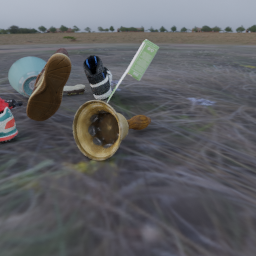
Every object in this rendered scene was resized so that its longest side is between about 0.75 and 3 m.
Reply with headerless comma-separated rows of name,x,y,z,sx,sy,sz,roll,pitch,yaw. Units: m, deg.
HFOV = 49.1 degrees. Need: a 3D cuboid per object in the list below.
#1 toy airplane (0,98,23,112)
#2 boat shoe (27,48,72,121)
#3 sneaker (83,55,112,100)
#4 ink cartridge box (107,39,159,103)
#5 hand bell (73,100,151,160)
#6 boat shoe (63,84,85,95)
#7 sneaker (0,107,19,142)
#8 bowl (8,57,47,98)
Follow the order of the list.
toy airplane,-4.597,-0.667,8.278,2.930,0.539,2.930,-3,15,1
boat shoe,-2.065,-1.116,7.347,0.780,2.161,0.778,16,36,-24
sneaker,-1.172,-2.257,10.688,0.903,1.383,2.473,-18,36,0
ink cartridge box,0.160,-1.921,9.879,0.583,2.430,1.768,30,15,-7
hand bell,-0.069,-0.064,6.448,1.188,1.188,2.282,11,11,29
boat shoe,-2.198,-1.452,10.926,1.089,0.324,0.391,-13,39,-30
sneaker,-3.452,-0.068,6.287,1.783,0.834,0.628,-7,21,-13
bowl,-3.368,-1.652,9.918,1.527,1.527,0.799,-10,42,-25
